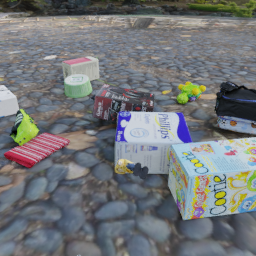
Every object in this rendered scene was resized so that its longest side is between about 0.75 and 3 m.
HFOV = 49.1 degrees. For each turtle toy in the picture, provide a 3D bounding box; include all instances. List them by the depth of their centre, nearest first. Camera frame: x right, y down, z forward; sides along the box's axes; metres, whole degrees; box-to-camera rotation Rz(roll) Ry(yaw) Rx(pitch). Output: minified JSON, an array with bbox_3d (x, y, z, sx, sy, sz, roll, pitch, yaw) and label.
[{"bbox_3d":[2.894,-1.630,13.269,1.494,0.755,1.089,-24,36,-36],"label":"turtle toy"}]

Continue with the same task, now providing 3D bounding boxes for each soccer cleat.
[{"bbox_3d":[-3.931,-0.067,10.324,0.973,0.810,2.400,-43,29,-9],"label":"soccer cleat"}]

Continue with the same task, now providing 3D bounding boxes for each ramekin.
[{"bbox_3d":[-2.546,-2.152,14.111,1.403,0.685,1.403,-2,36,2],"label":"ramekin"}]

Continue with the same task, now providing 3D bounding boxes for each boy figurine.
[{"bbox_3d":[-0.004,0.945,6.643,0.682,0.353,1.097,30,-18,-28],"label":"boy figurine"}]

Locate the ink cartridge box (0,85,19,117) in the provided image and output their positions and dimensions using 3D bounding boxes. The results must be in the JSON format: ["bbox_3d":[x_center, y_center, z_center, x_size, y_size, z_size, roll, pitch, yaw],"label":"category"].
[{"bbox_3d":[-5.815,-1.157,12.336,1.362,0.793,1.883,-20,34,-32],"label":"ink cartridge box"}]

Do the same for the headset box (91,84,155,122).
[{"bbox_3d":[-0.239,-0.943,11.228,2.490,0.934,1.850,12,23,2],"label":"headset box"}]

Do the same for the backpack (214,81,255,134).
[{"bbox_3d":[4.346,-0.796,10.609,2.306,1.777,2.197,15,26,11],"label":"backpack"}]

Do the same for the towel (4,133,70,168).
[{"bbox_3d":[-3.044,0.698,9.492,1.331,0.207,1.840,14,29,29],"label":"towel"}]

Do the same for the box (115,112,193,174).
[{"bbox_3d":[0.754,0.407,8.983,2.254,1.183,2.073,1,29,1],"label":"box"}]

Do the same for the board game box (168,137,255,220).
[{"bbox_3d":[2.541,1.236,7.207,2.672,1.376,1.401,-4,28,-8],"label":"board game box"}]

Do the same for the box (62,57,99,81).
[{"bbox_3d":[-2.669,-3.287,15.935,1.828,1.169,0.996,-22,35,-35],"label":"box"}]
